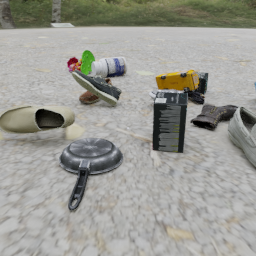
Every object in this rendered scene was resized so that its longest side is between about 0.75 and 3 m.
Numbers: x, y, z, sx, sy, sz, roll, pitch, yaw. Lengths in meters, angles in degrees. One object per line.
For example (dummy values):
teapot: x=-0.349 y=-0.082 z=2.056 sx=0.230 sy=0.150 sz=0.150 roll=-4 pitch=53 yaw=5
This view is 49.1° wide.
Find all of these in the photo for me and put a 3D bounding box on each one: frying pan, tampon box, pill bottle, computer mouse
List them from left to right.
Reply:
frying pan: x=-1.147 y=0.817 z=6.571 sx=1.610 sy=0.433 sz=2.661 roll=11 pitch=23 yaw=24
pill bottle: x=-0.987 y=-3.183 z=14.688 sx=1.722 sy=0.956 sz=0.956 roll=-11 pitch=27 yaw=-22
tampon box: x=1.123 y=-0.180 z=7.537 sx=0.849 sy=1.345 sz=1.008 roll=4 pitch=25 yaw=10
computer mouse: x=1.801 y=-1.150 z=10.787 sx=2.339 sy=0.513 sz=1.282 roll=-7 pitch=29 yaw=-28
tampon box: x=3.042 y=-1.904 z=12.034 sx=0.666 sy=0.791 sz=1.056 roll=9 pitch=26 yaw=19

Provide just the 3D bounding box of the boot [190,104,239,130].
boot: x=2.865 y=-0.291 z=8.969 sx=1.493 sy=0.517 sz=1.300 roll=7 pitch=30 yaw=25

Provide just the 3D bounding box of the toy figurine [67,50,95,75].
toy figurine: x=-2.776 y=-3.461 z=15.526 sx=1.445 sy=1.178 sz=1.570 roll=-4 pitch=55 yaw=31

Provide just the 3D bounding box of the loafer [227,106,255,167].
loafer: x=3.347 y=0.293 z=6.918 sx=0.992 sy=0.990 sz=2.836 roll=-5 pitch=25 yaw=-10

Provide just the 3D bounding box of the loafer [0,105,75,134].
loafer: x=-2.527 y=-0.263 z=7.567 sx=2.126 sy=0.804 sz=0.726 roll=-7 pitch=6 yaw=-4

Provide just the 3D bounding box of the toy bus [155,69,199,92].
toy bus: x=2.039 y=-1.924 z=11.485 sx=0.862 sy=0.717 sz=2.202 roll=-24 pitch=17 yaw=-30

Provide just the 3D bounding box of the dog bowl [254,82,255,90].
dog bowl: x=5.351 y=-1.498 z=9.926 sx=1.432 sy=0.637 sz=2.569 roll=5 pitch=-9 yaw=15

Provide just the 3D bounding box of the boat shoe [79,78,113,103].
boat shoe: x=-1.290 y=-1.536 z=11.281 sx=0.708 sy=0.671 sz=1.870 roll=18 pitch=34 yaw=28

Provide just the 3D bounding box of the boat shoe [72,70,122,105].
boat shoe: x=-1.155 y=-1.611 z=10.411 sx=1.971 sy=0.666 sz=0.708 roll=30 pitch=-16 yaw=-14
